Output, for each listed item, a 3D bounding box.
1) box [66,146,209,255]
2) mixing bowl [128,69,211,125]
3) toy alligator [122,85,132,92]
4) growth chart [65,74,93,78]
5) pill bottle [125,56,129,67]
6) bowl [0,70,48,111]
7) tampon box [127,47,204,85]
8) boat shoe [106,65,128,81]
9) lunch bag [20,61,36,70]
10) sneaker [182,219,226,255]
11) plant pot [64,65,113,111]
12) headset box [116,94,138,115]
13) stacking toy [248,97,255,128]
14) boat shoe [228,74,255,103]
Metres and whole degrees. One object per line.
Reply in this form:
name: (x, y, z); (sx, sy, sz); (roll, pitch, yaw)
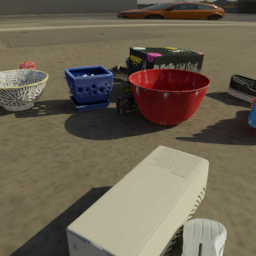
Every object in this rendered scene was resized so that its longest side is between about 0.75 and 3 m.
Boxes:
box: (0.374, 1.465, 5.013); (1.213, 1.010, 2.953); (17, 31, 31)
mixing bowl: (1.368, -1.013, 9.604); (2.686, 1.455, 2.686); (0, 27, 0)
toy alligator: (0.130, -1.841, 12.705); (0.954, 0.229, 0.316); (-16, 31, -28)
growth chart: (-2.258, -2.719, 14.578); (1.968, 0.175, 1.424); (12, 28, 23)
pill bottle: (0.321, -3.690, 15.886); (0.771, 0.771, 1.389); (-10, 27, -19)
bowl: (-4.241, -1.369, 10.669); (2.456, 1.152, 2.456); (1, 26, 0)
tampon box: (1.601, -2.595, 12.380); (2.659, 1.679, 1.993); (-10, 28, -29)
boat shoe: (-0.403, -2.889, 14.332); (2.116, 0.686, 0.761); (21, 33, 36)
lunch bag: (-5.380, -3.241, 15.046); (0.790, 0.696, 0.324); (-10, 28, -20)
sneaker: (1.140, 1.992, 4.406); (0.697, 0.675, 1.908); (7, 5, 23)
plant pot: (-1.494, -1.508, 10.702); (1.540, 1.384, 1.540); (-9, 27, -20)
headset box: (-0.051, -0.866, 10.261); (0.832, 0.619, 0.321); (-12, 28, -21)
stacking toy: (4.614, -0.681, 9.264); (1.424, 1.505, 2.594); (19, 10, 8)
boat shoe: (5.292, -1.496, 11.202); (1.017, 0.915, 2.875); (-18, 31, -33)
